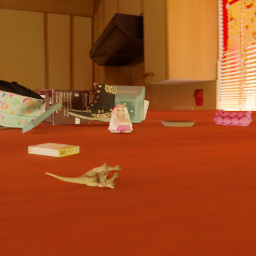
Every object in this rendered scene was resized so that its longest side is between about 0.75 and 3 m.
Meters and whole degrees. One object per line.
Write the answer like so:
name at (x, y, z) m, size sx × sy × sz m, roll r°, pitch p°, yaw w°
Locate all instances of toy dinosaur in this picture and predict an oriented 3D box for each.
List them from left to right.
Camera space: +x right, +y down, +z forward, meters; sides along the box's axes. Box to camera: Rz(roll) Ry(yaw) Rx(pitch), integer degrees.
toy dinosaur at (-0.395, 0.561, 3.115) m, size 0.489 × 0.281 × 0.967 m, roll -15°, pitch -11°, yaw 31°

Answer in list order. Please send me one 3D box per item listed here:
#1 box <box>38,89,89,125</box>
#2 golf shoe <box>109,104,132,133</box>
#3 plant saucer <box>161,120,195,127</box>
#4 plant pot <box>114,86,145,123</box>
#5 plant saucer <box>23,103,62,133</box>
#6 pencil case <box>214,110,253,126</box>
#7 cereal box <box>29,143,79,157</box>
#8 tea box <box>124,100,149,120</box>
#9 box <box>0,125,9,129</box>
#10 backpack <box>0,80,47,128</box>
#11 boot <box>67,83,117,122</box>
box at (-3.074, -1.003, 13.349) m, size 1.948 × 1.616 × 1.599 m, roll -4°, pitch 6°, yaw -42°
golf shoe at (-0.292, -0.324, 9.420) m, size 0.768 × 0.934 × 2.040 m, roll 0°, pitch 6°, yaw -9°
plant saucer at (2.185, -0.205, 12.228) m, size 1.464 × 0.216 × 1.464 m, roll -1°, pitch 4°, yaw 0°
plant pot at (-0.080, -1.076, 14.060) m, size 1.771 × 1.766 × 1.804 m, roll 2°, pitch 19°, yaw 5°
plant saucer at (-2.862, -0.384, 9.388) m, size 0.594 × 0.161 × 1.698 m, roll -22°, pitch 18°, yaw 30°
pencil case at (4.577, -0.462, 12.271) m, size 1.521 × 0.712 × 0.690 m, roll 7°, pitch -17°, yaw 47°
cereal box at (-1.370, 0.399, 5.189) m, size 0.764 × 0.151 × 0.550 m, roll 3°, pitch 5°, yaw 30°
tea box at (0.324, -1.350, 17.834) m, size 1.795 × 1.219 × 1.824 m, roll 14°, pitch 5°, yaw 1°
box at (-5.587, -0.089, 10.961) m, size 1.713 × 0.182 × 1.400 m, roll 0°, pitch 5°, yaw 2°
backpack at (-4.318, -0.908, 10.721) m, size 2.249 × 1.693 × 1.997 m, roll 16°, pitch 5°, yaw 35°
boot at (-1.466, -1.118, 12.101) m, size 2.160 × 1.626 × 0.790 m, roll 7°, pitch 3°, yaw -21°
